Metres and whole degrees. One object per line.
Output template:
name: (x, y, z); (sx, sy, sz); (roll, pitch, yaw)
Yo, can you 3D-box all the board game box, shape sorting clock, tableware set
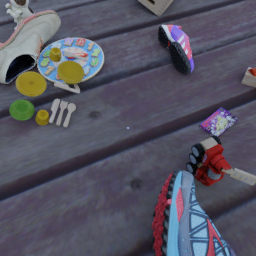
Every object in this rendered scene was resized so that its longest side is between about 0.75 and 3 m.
board game box: (2.301, -0.135, 7.086); (0.889, 0.144, 0.533); (-36, 56, -25)
shape sorting clock: (-1.727, -2.084, 8.444); (2.008, 0.394, 2.008); (0, 51, 0)
tableware set: (-2.070, -1.129, 7.430); (1.609, 0.367, 2.389); (16, 63, -12)

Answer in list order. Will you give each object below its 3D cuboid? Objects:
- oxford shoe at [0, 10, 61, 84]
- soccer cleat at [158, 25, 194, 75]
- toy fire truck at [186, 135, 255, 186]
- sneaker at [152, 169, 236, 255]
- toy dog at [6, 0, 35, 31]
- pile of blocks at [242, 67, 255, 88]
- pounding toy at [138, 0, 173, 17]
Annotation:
oxford shoe: (-2.909, -2.362, 8.349); (1.107, 1.061, 2.998); (31, 68, 17)
soccer cleat: (1.626, -2.488, 8.561); (0.813, 0.758, 2.222); (-12, 50, -10)
toy fire truck: (1.888, 0.854, 5.714); (0.757, 1.036, 1.177); (-23, 55, -17)
sneaker: (1.172, 2.171, 4.798); (1.422, 1.181, 2.978); (7, 59, -7)
toy dog: (-3.575, -4.000, 9.487); (1.098, 1.133, 0.791); (-5, 53, -4)
pile of blocks: (4.056, -1.182, 7.589); (0.821, 0.622, 2.000); (-31, 58, -22)
pounding toy: (1.029, -5.472, 10.434); (1.852, 0.964, 2.108); (36, 58, -4)
